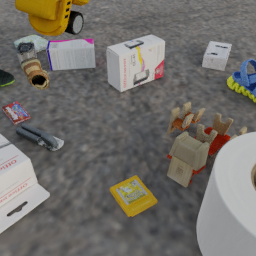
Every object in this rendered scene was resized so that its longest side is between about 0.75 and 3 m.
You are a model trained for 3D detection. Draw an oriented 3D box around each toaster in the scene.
[{"bbox_3d":[-4.136,-2.980,11.501,0.688,0.782,1.211,-7,40,-7],"label":"toaster"}]

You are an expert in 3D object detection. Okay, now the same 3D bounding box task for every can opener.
[{"bbox_3d":[-2.519,0.207,7.962,1.646,0.547,0.433,18,44,27],"label":"can opener"}]

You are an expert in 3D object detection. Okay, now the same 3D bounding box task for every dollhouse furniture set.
[{"bbox_3d":[1.976,0.476,7.421,2.269,1.169,2.244,30,37,31],"label":"dollhouse furniture set"}]

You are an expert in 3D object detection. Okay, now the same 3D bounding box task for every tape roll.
[{"bbox_3d":[2.781,1.627,5.167,2.746,1.885,2.746,0,40,0],"label":"tape roll"}]

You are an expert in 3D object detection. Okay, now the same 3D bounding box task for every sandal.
[{"bbox_3d":[4.590,-1.448,9.424,1.057,1.158,2.660,-27,49,-31],"label":"sandal"}]

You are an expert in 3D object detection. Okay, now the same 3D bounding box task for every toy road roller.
[{"bbox_3d":[-2.303,-4.196,8.586,1.635,2.661,1.943,21,20,13],"label":"toy road roller"}]

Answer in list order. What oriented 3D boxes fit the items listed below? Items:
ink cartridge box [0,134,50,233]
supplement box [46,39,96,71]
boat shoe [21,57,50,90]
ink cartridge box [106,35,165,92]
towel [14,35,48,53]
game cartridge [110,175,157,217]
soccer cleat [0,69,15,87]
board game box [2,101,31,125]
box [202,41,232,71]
[{"bbox_3d":[-3.301,1.055,6.609,2.694,0.914,1.563,29,48,30],"label":"ink cartridge box"},{"bbox_3d":[-2.274,-3.010,11.421,1.831,0.946,0.927,-6,39,-5],"label":"supplement box"},{"bbox_3d":[-2.039,-1.094,6.312,0.485,1.281,0.473,-25,79,-6],"label":"boat shoe"},{"bbox_3d":[0.310,-2.380,10.243,2.025,1.495,0.867,-26,46,-26],"label":"ink cartridge box"},{"bbox_3d":[-4.389,-3.859,12.892,1.441,0.347,1.233,32,50,32],"label":"towel"},{"bbox_3d":[0.122,1.582,6.583,0.788,0.145,0.893,-22,44,-24],"label":"game cartridge"},{"bbox_3d":[-5.258,-2.107,10.350,2.289,0.928,0.773,15,42,17],"label":"soccer cleat"},{"bbox_3d":[-3.635,-0.502,9.094,0.550,0.104,1.068,-28,48,-28],"label":"board game box"},{"bbox_3d":[3.766,-3.084,11.851,0.960,0.495,1.647,14,42,16],"label":"box"}]
